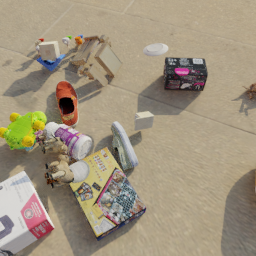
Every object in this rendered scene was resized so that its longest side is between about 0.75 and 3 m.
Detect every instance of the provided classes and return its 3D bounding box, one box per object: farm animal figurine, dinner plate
[{"bbox_3d":[-2.496,0.961,9.891,1.029,1.652,2.046,-14,94,-25],"label":"farm animal figurine"},{"bbox_3d":[1.091,-3.151,11.122,1.002,0.121,1.002,-7,41,6],"label":"dinner plate"}]

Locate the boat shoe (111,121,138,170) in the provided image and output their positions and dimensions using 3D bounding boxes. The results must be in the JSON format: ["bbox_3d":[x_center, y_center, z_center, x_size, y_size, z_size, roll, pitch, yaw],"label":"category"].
[{"bbox_3d":[-0.283,0.648,10.869,0.646,0.750,2.084,-20,60,-12],"label":"boat shoe"}]

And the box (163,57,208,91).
[{"bbox_3d":[2.589,-2.478,12.890,1.832,1.051,1.210,2,53,0],"label":"box"}]

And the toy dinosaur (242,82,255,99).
[{"bbox_3d":[6.036,-1.891,12.735,1.687,0.724,1.143,1,45,17],"label":"toy dinosaur"}]

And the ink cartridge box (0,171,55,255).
[{"bbox_3d":[-4.091,3.002,8.917,2.739,1.155,1.983,-28,59,-19],"label":"ink cartridge box"}]

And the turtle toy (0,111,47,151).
[{"bbox_3d":[-3.980,0.072,11.074,1.500,1.040,2.058,18,56,13],"label":"turtle toy"}]

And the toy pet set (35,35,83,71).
[{"bbox_3d":[-3.457,-3.726,13.891,2.349,1.247,2.193,-4,27,4],"label":"toy pet set"}]

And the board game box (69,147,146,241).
[{"bbox_3d":[-0.893,2.204,9.899,1.893,0.484,2.795,-26,58,-17],"label":"board game box"}]

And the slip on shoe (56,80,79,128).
[{"bbox_3d":[-2.656,-1.198,12.142,0.960,0.793,2.590,-12,54,-6],"label":"slip on shoe"}]

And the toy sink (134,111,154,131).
[{"bbox_3d":[0.540,-0.291,11.222,0.851,0.555,0.477,-11,33,-28],"label":"toy sink"}]

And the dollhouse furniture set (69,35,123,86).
[{"bbox_3d":[-1.836,-3.186,13.852,2.845,1.389,2.426,9,63,43],"label":"dollhouse furniture set"}]

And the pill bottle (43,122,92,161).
[{"bbox_3d":[-2.387,0.452,10.838,1.777,0.998,0.998,26,59,17],"label":"pill bottle"}]
